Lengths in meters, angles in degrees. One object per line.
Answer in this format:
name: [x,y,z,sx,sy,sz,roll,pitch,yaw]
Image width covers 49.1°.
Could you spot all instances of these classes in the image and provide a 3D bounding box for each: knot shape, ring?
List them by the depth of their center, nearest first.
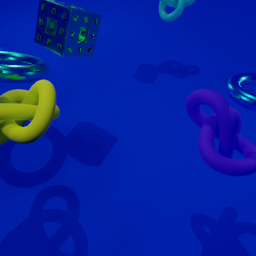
ring: [2.288,-0.609,4.754,1.237,0.247,1.237,3,35,-2]
knot shape: [1.693,0.003,5.220,0.816,1.653,1.766,-32,7,23]
knot shape: [-2.066,-0.318,5.510,1.908,0.882,1.785,-19,20,12]
ring: [-2.973,-1.549,6.973,2.019,0.404,2.019,9,22,-4]
knot shape: [1.671,-4.540,9.493,1.498,1.601,0.740,-17,6,12]

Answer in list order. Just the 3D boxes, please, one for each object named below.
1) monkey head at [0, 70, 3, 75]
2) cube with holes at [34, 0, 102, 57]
monkey head: [-2.675,-0.864,4.536,1.247,1.045,1.734,20,40,18]
cube with holes: [-1.494,-2.461,6.948,1.061,1.061,1.061,29,27,25]
